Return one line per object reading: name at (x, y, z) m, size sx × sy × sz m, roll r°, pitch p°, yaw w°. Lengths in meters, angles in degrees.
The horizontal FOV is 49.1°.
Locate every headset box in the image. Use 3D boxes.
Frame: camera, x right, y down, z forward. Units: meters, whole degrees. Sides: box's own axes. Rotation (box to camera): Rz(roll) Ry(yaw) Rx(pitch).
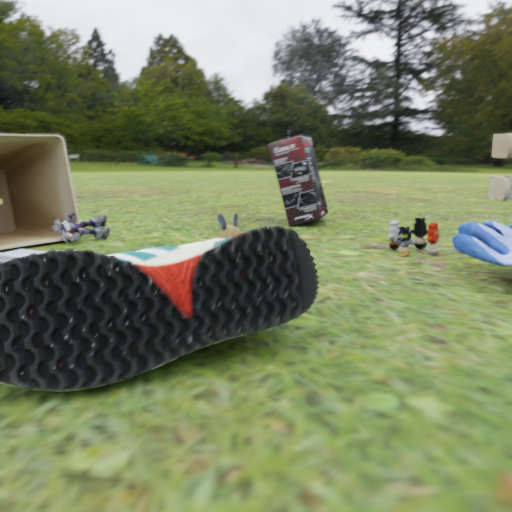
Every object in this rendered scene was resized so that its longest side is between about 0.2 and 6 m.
headset box at (1.144, -2.143, 14.974) m, size 0.939 × 2.430 × 1.809 m, roll -12°, pitch 6°, yaw 15°

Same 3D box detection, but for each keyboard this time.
keyboard at (-3.279, 0.097, 9.788) m, size 3.199 × 0.171 × 0.900 m, roll 5°, pitch 7°, yaw 25°

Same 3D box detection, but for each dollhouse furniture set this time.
dollhouse furniture set at (5.235, -0.994, 9.457) m, size 2.076 × 2.369 × 1.574 m, roll 0°, pitch 11°, yaw 5°

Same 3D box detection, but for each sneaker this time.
sneaker at (-1.152, 0.535, 5.555) m, size 3.433 × 1.209 × 1.605 m, roll -11°, pitch -8°, yaw -25°

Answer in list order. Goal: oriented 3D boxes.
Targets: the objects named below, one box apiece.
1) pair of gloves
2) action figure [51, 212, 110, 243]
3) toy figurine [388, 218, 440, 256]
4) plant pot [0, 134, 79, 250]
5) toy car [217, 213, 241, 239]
pair of gloves at (5.039, 0.011, 8.299) m, size 3.806 × 0.434 × 3.060 m, roll -1°, pitch 23°, yaw -8°
action figure at (-3.805, -0.618, 12.069) m, size 1.223 × 0.424 × 0.796 m, roll -5°, pitch 55°, yaw -39°
toy figurine at (3.016, -0.334, 10.782) m, size 0.886 × 0.626 × 0.900 m, roll -8°, pitch 16°, yaw -9°
plant pot at (-5.417, -1.240, 11.887) m, size 1.999 × 2.258 × 2.255 m, roll -7°, pitch 4°, yaw 38°
toy car at (-0.514, -0.280, 9.626) m, size 0.710 × 0.900 × 0.739 m, roll 10°, pitch 14°, yaw 40°
